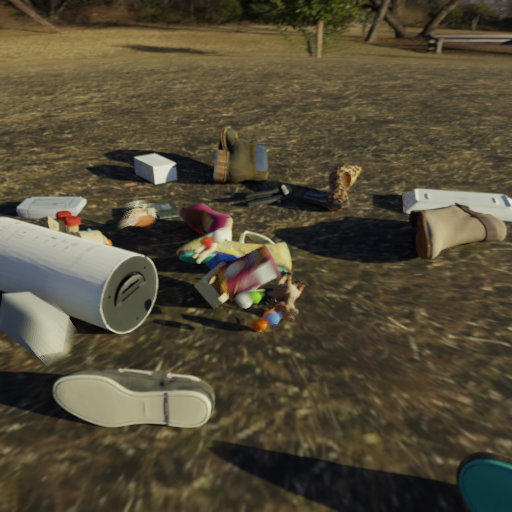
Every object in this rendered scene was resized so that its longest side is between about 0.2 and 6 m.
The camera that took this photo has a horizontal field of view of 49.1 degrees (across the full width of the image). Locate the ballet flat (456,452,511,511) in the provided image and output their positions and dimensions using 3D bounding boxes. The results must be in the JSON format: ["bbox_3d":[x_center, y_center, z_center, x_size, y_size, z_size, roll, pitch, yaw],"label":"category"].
[{"bbox_3d":[2.950,2.415,4.742,2.425,0.822,0.877,21,12,37],"label":"ballet flat"}]

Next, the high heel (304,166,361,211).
[{"bbox_3d":[2.205,-1.625,13.364,1.837,0.656,1.309,-34,32,-25],"label":"high heel"}]

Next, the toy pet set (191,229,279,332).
[{"bbox_3d":[-0.223,0.319,8.519,0.842,1.586,1.481,-41,2,-29],"label":"toy pet set"}]

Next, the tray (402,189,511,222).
[{"bbox_3d":[4.771,-1.233,13.077,2.603,0.289,1.397,5,26,12],"label":"tray"}]

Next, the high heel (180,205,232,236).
[{"bbox_3d":[-1.049,-0.554,11.008,1.054,0.739,2.193,10,9,-7],"label":"high heel"}]

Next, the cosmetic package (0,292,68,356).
[{"bbox_3d":[-2.960,0.878,7.404,0.989,0.528,0.446,18,11,32],"label":"cosmetic package"}]

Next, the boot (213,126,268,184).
[{"bbox_3d":[-0.383,-2.762,15.664,1.434,1.106,2.959,8,35,-3],"label":"boot"}]

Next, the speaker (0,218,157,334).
[{"bbox_3d":[-3.054,0.241,8.764,3.014,1.224,1.224,13,28,27],"label":"speaker"}]

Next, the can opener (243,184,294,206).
[{"bbox_3d":[0.313,-1.409,13.450,1.313,0.516,0.416,-18,69,-28],"label":"can opener"}]

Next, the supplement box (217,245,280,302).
[{"bbox_3d":[-0.122,0.253,8.399,0.844,0.361,0.466,-28,34,5],"label":"supplement box"}]

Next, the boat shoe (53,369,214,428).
[{"bbox_3d":[-1.400,1.640,6.577,1.848,0.618,0.527,6,12,3],"label":"boat shoe"}]

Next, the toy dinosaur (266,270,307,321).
[{"bbox_3d":[0.427,0.630,8.938,0.457,0.721,1.064,34,-3,-9],"label":"toy dinosaur"}]

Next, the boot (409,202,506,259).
[{"bbox_3d":[3.950,-0.484,10.876,1.688,0.811,2.309,5,26,5],"label":"boot"}]

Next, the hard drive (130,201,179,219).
[{"bbox_3d":[-2.326,-1.020,12.744,1.015,0.167,0.708,-8,26,-16],"label":"hard drive"}]

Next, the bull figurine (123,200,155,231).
[{"bbox_3d":[-2.342,-0.800,11.342,0.289,0.538,0.887,17,-7,19],"label":"bull figurine"}]

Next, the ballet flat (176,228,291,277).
[{"bbox_3d":[-0.348,-0.120,9.527,2.096,0.741,0.741,10,19,-25],"label":"ballet flat"}]

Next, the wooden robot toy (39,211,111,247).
[{"bbox_3d":[-3.077,-0.256,10.290,1.044,1.014,2.301,-7,25,-44],"label":"wooden robot toy"}]

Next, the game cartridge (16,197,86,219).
[{"bbox_3d":[-4.703,-1.110,12.862,1.367,0.277,0.912,0,21,0],"label":"game cartridge"}]

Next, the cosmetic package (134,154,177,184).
[{"bbox_3d":[-2.764,-2.389,15.322,0.706,0.507,1.250,-16,30,-30],"label":"cosmetic package"}]
